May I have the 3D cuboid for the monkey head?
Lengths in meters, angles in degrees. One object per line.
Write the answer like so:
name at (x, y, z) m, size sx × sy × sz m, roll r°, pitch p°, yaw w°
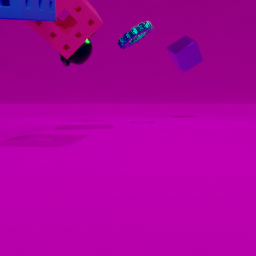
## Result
monkey head at (-1.906, -2.828, 9.568) m, size 1.153 × 1.377 × 1.914 m, roll -39°, pitch 0°, yaw -35°

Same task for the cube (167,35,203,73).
cube at (2.510, -3.278, 12.403) m, size 1.033 × 1.033 × 1.033 m, roll -32°, pitch 36°, yaw 3°

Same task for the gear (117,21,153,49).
gear at (0.219, -2.762, 8.369) m, size 1.115 × 0.206 × 1.115 m, roll -31°, pitch 2°, yaw 1°

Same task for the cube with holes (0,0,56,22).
cube with holes at (-1.908, -2.249, 3.944) m, size 1.337 × 1.337 × 1.337 m, roll 4°, pitch 20°, yaw 4°

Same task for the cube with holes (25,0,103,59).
cube with holes at (-1.522, -2.663, 6.620) m, size 1.205 × 1.205 × 1.205 m, roll 40°, pitch 17°, yaw -36°
